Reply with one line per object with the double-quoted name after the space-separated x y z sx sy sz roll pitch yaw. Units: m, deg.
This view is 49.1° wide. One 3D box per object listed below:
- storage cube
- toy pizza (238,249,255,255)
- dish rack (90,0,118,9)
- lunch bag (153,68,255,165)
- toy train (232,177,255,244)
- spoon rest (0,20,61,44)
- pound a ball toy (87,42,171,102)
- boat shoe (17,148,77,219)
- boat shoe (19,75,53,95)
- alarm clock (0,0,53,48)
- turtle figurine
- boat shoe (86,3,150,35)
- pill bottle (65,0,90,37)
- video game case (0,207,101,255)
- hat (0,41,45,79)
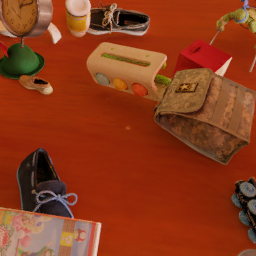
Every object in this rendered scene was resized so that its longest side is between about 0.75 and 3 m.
2.201 -1.764 8.535 1.193 1.328 1.135 36 56 20 "storage cube"
2.412 2.704 5.237 0.825 0.131 0.825 -1 47 1 "toy pizza"
-1.394 -4.773 11.633 2.071 0.565 1.589 -15 50 -2 "dish rack"
1.900 -0.491 7.099 2.228 1.310 1.827 26 51 4 "lunch bag"
2.803 1.736 5.805 0.869 0.659 1.521 0 45 -13 "toy train"
-3.903 -3.939 10.832 2.596 0.787 1.290 14 49 11 "spoon rest"
0.241 -1.279 8.100 2.661 1.735 1.131 22 66 31 "pound a ball toy"
-1.715 1.354 5.742 1.026 0.837 2.439 15 28 -53 "boat shoe"
-2.919 -1.460 8.826 1.256 0.405 0.447 21 51 18 "boat shoe"
-2.127 -2.751 6.091 1.234 1.830 0.609 53 35 4 "alarm clock"
4.218 -3.472 10.326 1.787 2.483 2.408 14 24 42 "turtle figurine"
-0.559 -4.095 10.613 2.782 0.950 1.027 10 87 -3 "boat shoe"
-1.471 -3.252 8.258 0.695 1.241 0.695 3 74 -9 "pill bottle"
-1.958 2.442 4.811 2.733 0.238 1.954 6 76 6 "video game case"
-3.642 -2.690 9.069 1.596 1.697 1.927 -31 55 -25 "hat"
